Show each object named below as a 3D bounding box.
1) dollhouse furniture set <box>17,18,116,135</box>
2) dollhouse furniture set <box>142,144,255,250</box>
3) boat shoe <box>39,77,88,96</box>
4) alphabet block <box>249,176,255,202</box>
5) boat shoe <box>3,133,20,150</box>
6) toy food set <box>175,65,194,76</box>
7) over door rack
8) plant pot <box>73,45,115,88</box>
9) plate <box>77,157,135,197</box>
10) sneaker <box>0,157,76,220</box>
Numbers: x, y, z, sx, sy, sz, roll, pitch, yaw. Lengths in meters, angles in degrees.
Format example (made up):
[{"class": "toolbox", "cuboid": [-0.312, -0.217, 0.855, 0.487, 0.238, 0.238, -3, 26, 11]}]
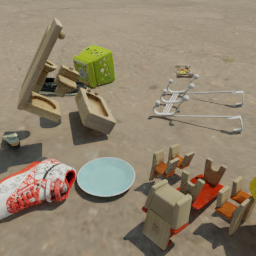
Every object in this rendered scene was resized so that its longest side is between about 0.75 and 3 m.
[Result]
[{"class": "dollhouse furniture set", "cuboid": [-1.376, -1.541, 8.278, 2.796, 2.279, 2.659, 22, 19, -27]}, {"class": "dollhouse furniture set", "cuboid": [1.312, 1.503, 6.063, 2.207, 1.149, 2.231, -15, 34, -43]}, {"class": "boat shoe", "cuboid": [-2.754, -1.813, 11.371, 2.215, 0.734, 0.828, 4, 32, 6]}, {"class": "alphabet block", "cuboid": [3.743, 1.311, 4.431, 2.205, 2.154, 2.165, 22, 29, -12]}, {"class": "boat shoe", "cuboid": [-3.410, 0.386, 8.255, 0.403, 0.337, 1.081, -20, 22, -27]}, {"class": "toy food set", "cuboid": [2.652, -2.733, 13.240, 0.754, 0.317, 1.051, 1, 32, 2]}, {"class": "over door rack", "cuboid": [2.622, -1.055, 9.946, 2.980, 0.993, 2.202, 12, 35, 18]}, {"class": "plant pot", "cuboid": [-1.515, -2.608, 12.096, 1.283, 1.414, 1.407, -34, 45, -31]}, {"class": "plate", "cuboid": [-0.539, 1.240, 7.015, 1.445, 0.185, 1.445, -1, 31, 0]}, {"class": "sneaker", "cuboid": [-2.096, 1.420, 6.205, 1.159, 0.722, 2.163, 13, 32, 25]}]
